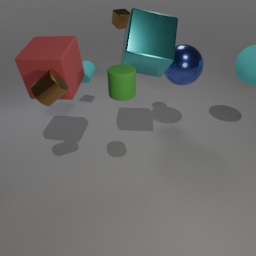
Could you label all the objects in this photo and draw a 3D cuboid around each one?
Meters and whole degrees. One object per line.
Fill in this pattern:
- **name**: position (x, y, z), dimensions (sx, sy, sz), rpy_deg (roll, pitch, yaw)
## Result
- **ball**: position (1.909, -2.188, 9.760), dimensions (1.400, 1.400, 1.400), rpy_deg (0, 31, 0)
- **cube**: position (0.596, -2.538, 8.585), dimensions (1.400, 1.400, 1.400), rpy_deg (9, -10, -7)
- **cylinder**: position (-1.835, -2.432, 12.145), dimensions (0.700, 0.700, 0.700), rpy_deg (13, 59, 20)
- **cylinder**: position (-0.151, -1.148, 7.032), dimensions (0.700, 0.700, 0.700), rpy_deg (-1, 34, 1)
- **cube**: position (-2.263, -1.823, 8.459), dimensions (1.400, 1.400, 1.400), rpy_deg (2, 43, 10)
- **cylinder**: position (-2.036, -1.047, 7.298), dimensions (0.700, 0.700, 0.700), rpy_deg (-37, 29, 14)
- **ball**: position (4.544, -2.230, 9.940), dimensions (1.400, 1.400, 1.400), rpy_deg (0, 31, 0)
- **cube**: position (-0.309, -5.301, 13.609), dimensions (0.700, 0.700, 0.700), rpy_deg (-17, 49, -25)
